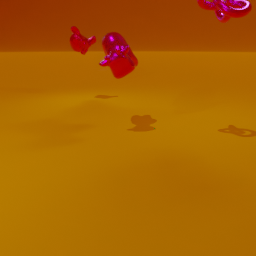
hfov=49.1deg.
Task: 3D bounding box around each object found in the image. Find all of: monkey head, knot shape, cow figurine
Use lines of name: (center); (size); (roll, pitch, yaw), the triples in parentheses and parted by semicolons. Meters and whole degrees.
monkey head: (-1.982, -3.764, 12.140); (1.060, 1.474, 0.888); (-40, 69, -17)
knot shape: (2.128, -2.786, 6.332); (1.172, 0.541, 1.097); (27, 13, 0)
cow figurine: (-0.316, -2.087, 7.785); (0.915, 1.667, 1.640); (-30, -18, 13)
